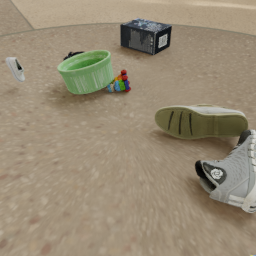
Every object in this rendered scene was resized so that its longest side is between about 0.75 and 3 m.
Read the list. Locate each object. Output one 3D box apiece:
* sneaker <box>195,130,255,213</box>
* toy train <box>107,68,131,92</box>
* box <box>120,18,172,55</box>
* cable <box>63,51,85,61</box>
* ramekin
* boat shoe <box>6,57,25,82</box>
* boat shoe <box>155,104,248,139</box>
[{"bbox_3d":[2.296,0.749,6.507,1.379,0.896,2.388,9,38,16],"label":"sneaker"},{"bbox_3d":[-0.374,-1.798,10.312,0.797,0.583,1.377,-14,36,3],"label":"toy train"},{"bbox_3d":[0.838,-4.403,13.367,1.997,1.069,1.483,24,42,29],"label":"box"},{"bbox_3d":[-2.200,-3.043,12.153,1.232,0.313,1.005,19,40,23],"label":"cable"},{"bbox_3d":[-1.419,-1.962,9.854,1.899,0.927,1.899,-11,31,7],"label":"ramekin"},{"bbox_3d":[-3.811,-1.990,9.723,0.369,1.104,0.406,-2,61,9],"label":"boat shoe"},{"bbox_3d":[2.009,-0.211,7.902,2.471,0.924,0.845,7,19,10],"label":"boat shoe"}]
